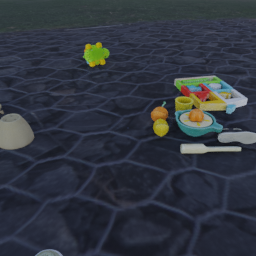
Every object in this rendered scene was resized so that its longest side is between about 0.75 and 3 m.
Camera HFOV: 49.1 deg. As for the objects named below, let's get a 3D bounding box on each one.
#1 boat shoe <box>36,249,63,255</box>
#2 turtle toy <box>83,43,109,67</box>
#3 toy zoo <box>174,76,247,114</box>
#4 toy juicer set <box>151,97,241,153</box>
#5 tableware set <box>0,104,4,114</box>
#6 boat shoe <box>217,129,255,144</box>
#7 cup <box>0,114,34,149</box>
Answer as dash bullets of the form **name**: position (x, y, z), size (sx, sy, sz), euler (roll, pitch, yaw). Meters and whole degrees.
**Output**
- **boat shoe**: position (-1.302, 2.678, 3.870), size (0.856, 0.738, 2.379), euler (-1, 31, -2)
- **turtle toy**: position (-1.587, -3.710, 14.186), size (1.521, 1.108, 0.769), euler (-18, 14, -28)
- **toy zoo**: position (3.208, -1.338, 10.864), size (1.899, 0.296, 2.894), euler (-7, 32, -11)
- **toy juicer set**: position (1.758, -0.139, 8.437), size (1.854, 0.793, 2.915), euler (-12, 34, -19)
- **tableware set**: position (-4.967, -0.520, 9.605), size (1.238, 0.248, 0.818), euler (-22, 49, -22)
- **boat shoe**: position (3.241, 0.213, 8.242), size (1.179, 0.436, 0.356), euler (-2, 35, 12)
- **cup**: position (-3.365, 0.025, 8.210), size (1.051, 0.752, 1.051), euler (-1, 31, 0)
